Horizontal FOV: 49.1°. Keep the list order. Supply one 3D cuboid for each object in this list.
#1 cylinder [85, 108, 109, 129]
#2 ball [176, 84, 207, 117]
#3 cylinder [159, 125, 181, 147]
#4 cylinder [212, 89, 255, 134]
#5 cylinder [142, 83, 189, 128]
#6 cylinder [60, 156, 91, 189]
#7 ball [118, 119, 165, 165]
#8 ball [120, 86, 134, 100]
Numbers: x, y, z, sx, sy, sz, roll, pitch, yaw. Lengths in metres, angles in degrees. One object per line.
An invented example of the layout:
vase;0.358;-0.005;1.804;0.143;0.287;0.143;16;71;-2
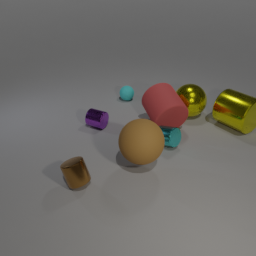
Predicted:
cylinder;-1.228;-0.375;11.134;0.700;0.700;0.700;15;34;21
ball;2.611;-1.161;11.822;1.400;1.400;1.400;0;30;0
cylinder;1.407;0.284;9.901;0.700;0.700;0.700;9;28;45
cylinder;4.299;-0.676;10.975;1.400;1.400;1.400;-21;36;-31
cylinder;1.414;-0.796;10.876;1.400;1.400;1.400;-11;48;-17
cylinder;-1.517;1.288;8.138;0.700;0.700;0.700;-18;16;5
ball;0.406;0.414;8.503;1.400;1.400;1.400;0;30;0
ball;-0.054;-1.667;13.357;0.700;0.700;0.700;0;30;0
